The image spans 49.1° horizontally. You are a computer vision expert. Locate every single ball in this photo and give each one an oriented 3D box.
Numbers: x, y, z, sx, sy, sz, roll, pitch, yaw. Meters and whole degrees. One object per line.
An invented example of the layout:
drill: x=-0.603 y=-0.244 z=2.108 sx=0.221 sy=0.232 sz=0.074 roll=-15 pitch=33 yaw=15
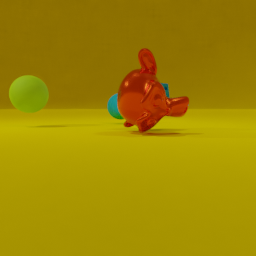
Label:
ball: x=-2.830 y=-0.965 z=8.033 sx=1.069 sy=1.069 sz=1.069 roll=0 pitch=4 yaw=0

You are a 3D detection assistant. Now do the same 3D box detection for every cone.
cone: x=-0.199 y=-0.586 z=9.217 sx=0.951 sy=0.951 sz=0.954 roll=0 pitch=20 yaw=-5

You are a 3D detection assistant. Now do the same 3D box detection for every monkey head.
monkey head: x=0.486 y=-0.613 z=5.925 sx=1.381 sy=1.919 sz=1.156 roll=-4 pitch=37 yaw=-24

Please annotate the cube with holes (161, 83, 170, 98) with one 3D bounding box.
cube with holes: x=0.510 y=-0.662 z=6.814 sx=0.735 sy=0.735 sz=0.735 roll=-7 pitch=0 yaw=41
